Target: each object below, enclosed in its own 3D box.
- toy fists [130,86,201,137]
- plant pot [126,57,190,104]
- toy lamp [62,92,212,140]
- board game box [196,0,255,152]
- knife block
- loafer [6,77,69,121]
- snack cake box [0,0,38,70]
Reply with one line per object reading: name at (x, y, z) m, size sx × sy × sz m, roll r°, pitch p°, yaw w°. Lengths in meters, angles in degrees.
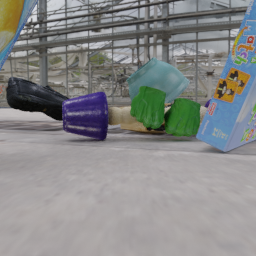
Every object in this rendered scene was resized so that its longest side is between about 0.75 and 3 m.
toy fists at (0.612, -0.214, 4.558) m, size 1.197 × 0.610 × 0.411 m, roll 17°, pitch -15°, yaw -12°
plant pot at (0.977, -1.748, 11.171) m, size 2.445 × 1.638 × 2.445 m, roll -37°, pitch 11°, yaw 9°
toy lamp at (0.341, -0.235, 4.864) m, size 2.885 × 0.840 × 0.840 m, roll -3°, pitch 5°, yaw -13°
board game box at (2.008, -1.077, 3.910) m, size 0.496 × 2.709 × 2.049 m, roll 29°, pitch 20°, yaw 31°
knife block at (0.392, -0.222, 5.954) m, size 1.695 × 0.542 × 1.488 m, roll -2°, pitch 4°, yaw 20°
loafer at (-1.801, -0.654, 6.477) m, size 0.693 × 0.716 × 2.041 m, roll -28°, pitch -27°, yaw 31°
snack cake box at (-1.752, -0.720, 2.615) m, size 0.694 × 2.067 × 1.188 m, roll 31°, pitch 6°, yaw -6°
